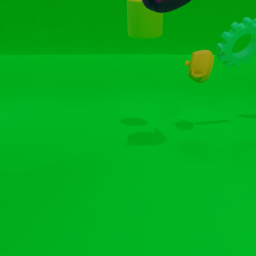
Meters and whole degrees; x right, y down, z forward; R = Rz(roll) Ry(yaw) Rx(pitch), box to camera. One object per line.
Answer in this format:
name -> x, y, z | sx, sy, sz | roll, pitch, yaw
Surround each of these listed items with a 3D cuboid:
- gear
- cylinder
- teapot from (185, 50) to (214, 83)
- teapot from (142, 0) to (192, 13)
gear -> 2.768, -2.044, 6.812 | 1.210, 1.210, 0.224 | -5, 45, -17
cylinder -> 0.389, -2.557, 6.438 | 0.807, 0.807, 0.807 | -1, 34, 1
teapot -> 1.738, -1.558, 6.948 | 0.637, 0.809, 1.302 | 14, 39, 6
teapot -> 0.697, -2.469, 4.656 | 1.047, 0.824, 1.683 | -19, -1, 36
